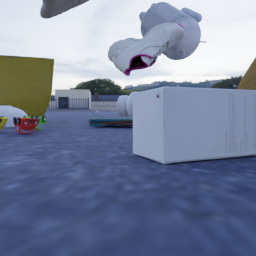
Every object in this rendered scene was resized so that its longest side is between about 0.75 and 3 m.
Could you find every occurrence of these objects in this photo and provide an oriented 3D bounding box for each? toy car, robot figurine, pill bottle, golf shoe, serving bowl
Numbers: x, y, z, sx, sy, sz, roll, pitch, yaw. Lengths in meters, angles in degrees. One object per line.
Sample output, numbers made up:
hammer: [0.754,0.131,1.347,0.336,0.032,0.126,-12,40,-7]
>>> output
toy car: [-2.501,-0.094,6.703,1.694,0.378,1.594,2,4,21]
robot figurine: [1.301,-2.990,8.691,2.370,2.010,1.339,49,-1,35]
pill bottle: [0.826,-1.067,13.530,2.527,1.416,1.416,1,4,23]
golf shoe: [0.601,-2.010,7.313,2.178,0.997,0.820,-25,-31,-6]
serving bowl: [-4.143,-0.375,8.797,2.003,0.659,2.003,-1,4,0]

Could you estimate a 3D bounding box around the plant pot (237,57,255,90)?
plant pot: [2.939,-0.788,4.171,2.510,2.510,2.694,-1,-11,-15]

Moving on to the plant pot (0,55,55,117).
plant pot: [-4.532,-1.527,11.709,2.488,2.545,2.472,-2,4,-27]

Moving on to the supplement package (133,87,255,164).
supplement package: [0.775,-0.057,3.217,1.285,0.751,0.754,-1,4,-23]

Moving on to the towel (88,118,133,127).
towel: [0.014,-0.192,9.232,1.814,0.268,2.474,1,3,17]

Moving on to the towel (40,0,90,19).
towel: [-1.140,-3.720,7.325,2.520,0.434,1.670,-32,11,-16]
